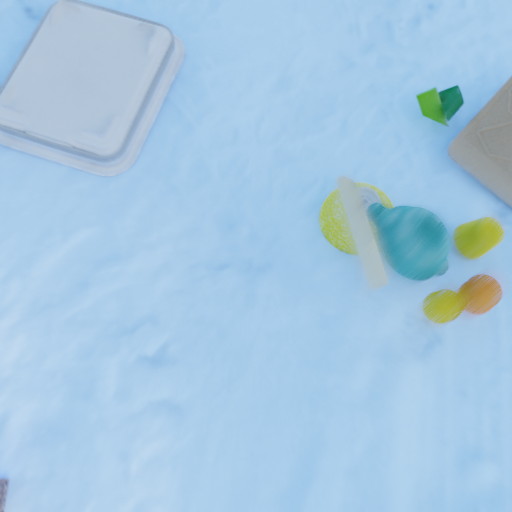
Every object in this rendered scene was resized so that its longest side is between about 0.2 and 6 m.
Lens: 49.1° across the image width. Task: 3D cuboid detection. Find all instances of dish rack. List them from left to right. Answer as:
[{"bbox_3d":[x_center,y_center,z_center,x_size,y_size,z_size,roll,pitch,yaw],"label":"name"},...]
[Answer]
[{"bbox_3d":[-2.901,-3.060,9.548,2.684,0.681,3.127,18,71,5],"label":"dish rack"}]

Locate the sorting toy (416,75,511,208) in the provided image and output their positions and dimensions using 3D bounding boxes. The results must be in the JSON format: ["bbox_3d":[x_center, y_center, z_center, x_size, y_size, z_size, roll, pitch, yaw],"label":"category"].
[{"bbox_3d":[4.194,-2.105,9.256,3.064,0.451,2.265,42,77,9],"label":"sorting toy"}]

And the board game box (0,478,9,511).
[{"bbox_3d":[-4.117,3.036,6.506,1.815,1.447,0.879,-1,67,0],"label":"board game box"}]

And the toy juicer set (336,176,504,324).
[{"bbox_3d":[2.227,0.075,7.868,2.786,0.758,1.772,12,68,-19],"label":"toy juicer set"}]

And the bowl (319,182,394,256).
[{"bbox_3d":[1.606,-0.683,8.600,1.224,0.659,1.224,0,66,-1],"label":"bowl"}]
